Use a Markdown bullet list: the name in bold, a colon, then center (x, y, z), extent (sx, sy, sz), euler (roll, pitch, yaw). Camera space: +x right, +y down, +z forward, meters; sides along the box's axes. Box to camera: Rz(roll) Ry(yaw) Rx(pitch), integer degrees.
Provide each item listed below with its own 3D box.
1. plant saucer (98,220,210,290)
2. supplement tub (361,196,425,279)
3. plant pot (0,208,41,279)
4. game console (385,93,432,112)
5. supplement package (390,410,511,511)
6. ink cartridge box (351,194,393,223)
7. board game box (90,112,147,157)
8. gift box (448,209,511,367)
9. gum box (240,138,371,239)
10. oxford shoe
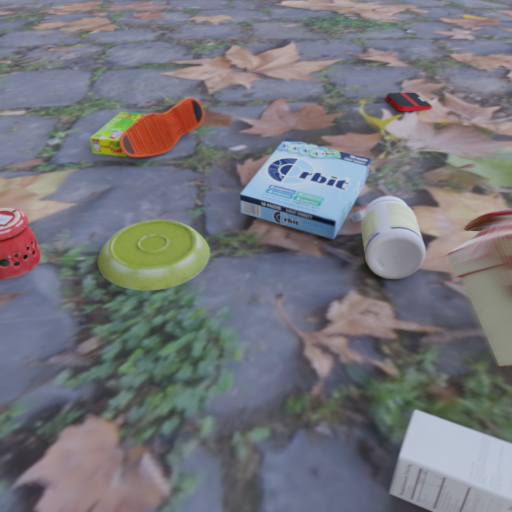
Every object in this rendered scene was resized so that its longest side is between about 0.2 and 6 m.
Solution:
- **plant saucer**: center (-1.746, -0.118, 9.548), extent (1.898, 0.295, 1.898), euler (1, 36, 0)
- **supplement tub**: center (2.233, -0.334, 9.285), extent (0.932, 0.932, 1.286), euler (2, 36, 3)
- **plant pot**: center (-4.143, -0.230, 9.212), extent (0.974, 0.887, 0.974), euler (-1, 38, 1)
- **game console**: center (4.155, -4.222, 15.354), extent (0.972, 0.171, 1.099), euler (-4, 36, -12)
- **supplement package**: center (2.109, 2.276, 5.885), extent (1.186, 0.695, 0.693), euler (16, 39, 21)
- **ink cartridge box**: center (2.168, -0.870, 10.367), extent (0.667, 0.588, 0.149), euler (-22, 82, -25)
- **board game box**: center (-3.167, -2.918, 13.323), extent (0.837, 0.392, 1.648), euler (8, 37, 11)
- **gift box**: center (3.740, 0.174, 7.012), extent (2.042, 1.907, 1.885), euler (-20, -3, -44)
- **gum box**: center (0.986, -1.355, 10.713), extent (1.847, 0.484, 2.174), euler (17, 46, 18)
- **oxford shoe**: center (-2.335, -2.922, 13.136), extent (0.934, 0.917, 2.576), euler (-2, 27, 41)
